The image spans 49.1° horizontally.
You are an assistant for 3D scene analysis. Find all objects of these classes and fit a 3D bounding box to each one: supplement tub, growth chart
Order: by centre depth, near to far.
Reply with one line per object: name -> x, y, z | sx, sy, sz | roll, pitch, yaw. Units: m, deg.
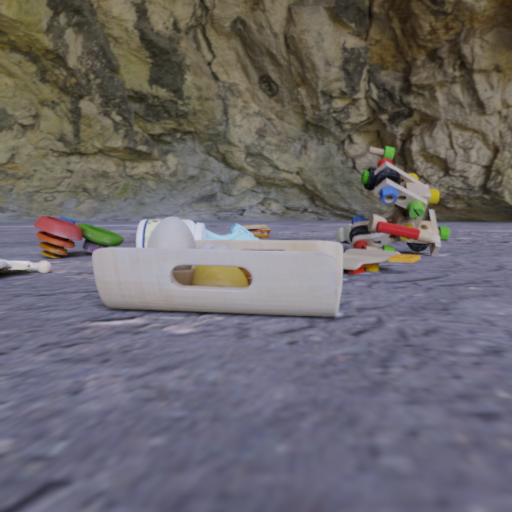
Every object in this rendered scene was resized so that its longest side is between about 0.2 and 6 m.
growth chart -> -4.215, 0.234, 6.872 | 2.126, 0.261, 2.938 | 0, 5, 8
supplement tub -> -1.408, -0.225, 9.384 | 1.064, 0.771, 0.771 | 1, 5, 2

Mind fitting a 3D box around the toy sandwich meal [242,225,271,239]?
toy sandwich meal -> -0.159, -0.804, 18.974 | 1.363, 0.467, 1.363 | -3, 3, 0

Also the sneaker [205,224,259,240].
sneaker -> -0.182, -0.244, 10.149 | 1.674, 0.686, 0.619 | -1, 6, -14

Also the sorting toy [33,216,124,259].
sorting toy -> -3.588, -0.251, 11.018 | 1.141, 0.780, 1.900 | 22, 5, 35

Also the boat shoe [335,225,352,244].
boat shoe -> 2.685, -0.600, 15.539 | 0.450, 0.538, 1.504 | -4, 2, -15

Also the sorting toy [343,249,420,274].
sorting toy -> 1.450, 0.112, 8.431 | 1.139, 0.276, 2.023 | -10, 10, -43

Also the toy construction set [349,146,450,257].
toy construction set -> 2.988, -0.674, 10.686 | 1.923, 2.087, 2.503 | 12, 25, -3

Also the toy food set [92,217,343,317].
toy food set -> -0.137, 0.012, 5.813 | 2.028, 0.854, 2.827 | 1, 5, 10
